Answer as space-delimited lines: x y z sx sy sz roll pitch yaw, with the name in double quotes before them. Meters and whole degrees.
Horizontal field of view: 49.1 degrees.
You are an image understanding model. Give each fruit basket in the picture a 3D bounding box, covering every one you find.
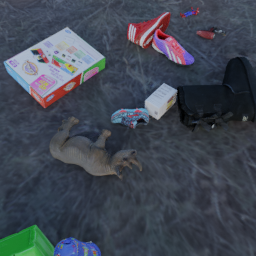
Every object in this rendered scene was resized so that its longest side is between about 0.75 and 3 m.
"fruit basket" -2.299 3.500 5.516 2.447 1.765 2.447 -1 95 -17

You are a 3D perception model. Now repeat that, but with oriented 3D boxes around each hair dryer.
"hair dryer" 3.388 -3.918 11.568 1.137 0.309 0.866 -3 36 -8

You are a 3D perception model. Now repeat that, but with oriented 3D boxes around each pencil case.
"pencil case" -1.029 2.667 5.953 0.520 1.334 0.579 -7 62 17

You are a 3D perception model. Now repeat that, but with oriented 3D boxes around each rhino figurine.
"rhino figurine" -0.908 0.663 7.783 2.797 0.836 1.223 20 67 12

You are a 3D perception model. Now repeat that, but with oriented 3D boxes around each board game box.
"board game box" -2.516 -2.234 9.896 2.117 0.558 2.767 42 64 17

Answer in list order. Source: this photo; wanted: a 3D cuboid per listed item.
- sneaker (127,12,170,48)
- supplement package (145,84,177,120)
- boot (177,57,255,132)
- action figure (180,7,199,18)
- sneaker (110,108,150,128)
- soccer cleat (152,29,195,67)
"sneaker" 0.753 -4.211 11.386 1.248 0.846 2.160 30 58 19
"supplement package" 1.067 -0.869 9.067 0.555 0.576 1.013 34 61 24
"boot" 2.803 -1.181 9.063 2.430 1.097 2.965 -4 50 6
"action figure" 2.767 -5.152 12.338 0.865 0.428 0.282 -14 55 -13
"sneaker" 0.071 -0.274 8.691 1.245 0.494 0.595 -8 56 -5
"soccer cleat" 1.691 -3.010 10.555 0.667 0.715 1.955 -36 61 -23
